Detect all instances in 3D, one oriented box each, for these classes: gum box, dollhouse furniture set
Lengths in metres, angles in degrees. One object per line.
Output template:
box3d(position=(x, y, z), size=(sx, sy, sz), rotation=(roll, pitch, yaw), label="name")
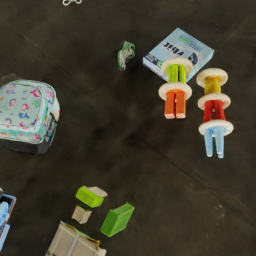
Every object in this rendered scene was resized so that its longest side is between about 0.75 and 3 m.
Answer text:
box3d(position=(1.832, -2.572, 10.220), size=(1.699, 0.445, 2.000), rotation=(40, 70, 18), label="gum box")
box3d(position=(-1.002, 2.755, 7.421), size=(1.375, 1.054, 2.100), rotation=(27, 94, 20), label="dollhouse furniture set")

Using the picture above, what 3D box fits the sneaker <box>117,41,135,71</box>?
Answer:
box3d(position=(-0.067, -2.655, 10.226), size=(0.576, 0.528, 1.353), rotation=(9, 62, 4), label="sneaker")

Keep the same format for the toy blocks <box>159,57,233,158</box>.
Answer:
box3d(position=(2.075, -0.604, 8.630), size=(2.363, 1.029, 2.835), rotation=(13, 62, -14), label="toy blocks")

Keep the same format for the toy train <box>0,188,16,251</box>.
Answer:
box3d(position=(-3.611, 2.781, 6.691), size=(1.180, 1.555, 2.721), rotation=(14, 64, -2), label="toy train")

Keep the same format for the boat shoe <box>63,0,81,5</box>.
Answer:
box3d(position=(-2.376, -5.636, 11.609), size=(0.922, 1.064, 2.496), rotation=(-45, 42, -15), label="boat shoe")

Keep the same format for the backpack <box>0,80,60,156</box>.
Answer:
box3d(position=(-3.129, -0.476, 8.558), size=(1.909, 1.619, 2.150), rotation=(9, 57, 4), label="backpack")
